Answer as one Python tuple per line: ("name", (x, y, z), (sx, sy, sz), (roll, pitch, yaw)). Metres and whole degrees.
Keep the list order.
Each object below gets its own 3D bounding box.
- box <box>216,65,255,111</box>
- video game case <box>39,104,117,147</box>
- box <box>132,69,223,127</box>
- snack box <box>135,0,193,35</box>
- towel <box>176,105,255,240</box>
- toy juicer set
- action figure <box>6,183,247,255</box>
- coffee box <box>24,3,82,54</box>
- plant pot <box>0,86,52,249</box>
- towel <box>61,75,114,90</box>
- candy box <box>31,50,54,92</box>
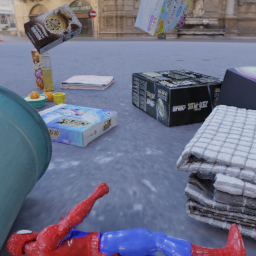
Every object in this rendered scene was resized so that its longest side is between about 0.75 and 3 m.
("box", (3.771, -0.711, 7.080), (2.038, 1.266, 2.055), (-13, 35, -28))
("video game case", (-1.474, -0.147, 7.227), (1.866, 0.424, 1.691), (9, 23, 23))
("box", (1.527, -1.046, 8.659), (2.071, 1.089, 2.529), (-8, 22, -21))
("snack box", (1.042, -3.216, 6.825), (0.625, 1.557, 1.846), (33, 39, 19))
("towel", (2.258, 0.698, 3.970), (2.762, 1.182, 2.287), (11, 25, 23))
("toy juicer set", (-3.200, -0.996, 9.348), (1.971, 0.536, 1.254), (-17, 26, -37))
("action figure", (-0.088, 1.142, 3.239), (2.414, 0.788, 1.195), (1, 30, 0))
("coffee box", (-2.366, -3.123, 8.855), (1.548, 0.875, 0.618), (-36, 4, -19))
("plant pot", (-2.018, 0.669, 3.210), (1.946, 1.946, 1.906), (-1, 28, -4))
("towel", (-1.772, -2.069, 12.555), (1.987, 0.320, 1.897), (4, 21, 9))
("candy box", (-3.527, -2.384, 11.547), (0.452, 1.600, 0.934), (-16, 25, -35))
